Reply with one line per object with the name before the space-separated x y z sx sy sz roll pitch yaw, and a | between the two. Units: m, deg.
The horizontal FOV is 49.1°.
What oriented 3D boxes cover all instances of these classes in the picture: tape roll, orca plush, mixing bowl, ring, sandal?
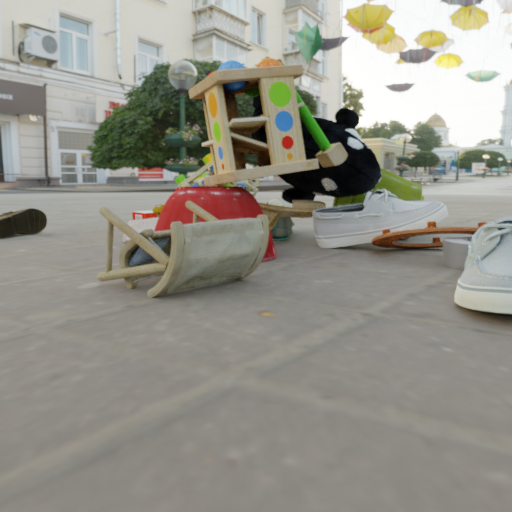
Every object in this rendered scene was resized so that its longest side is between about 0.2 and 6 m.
tape roll | 3.813 -0.040 9.305 1.370 0.452 1.370 0 9 0
orca plush | 0.816 -2.902 12.628 1.678 2.484 4.722 33 21 -45
mixing bowl | -0.821 -0.626 10.409 2.438 1.320 2.438 -1 9 0
ring | 3.327 -0.382 10.477 2.312 0.222 2.312 0 -7 0
sandal | 0.195 -0.707 12.355 2.669 0.878 0.979 -1 -8 10

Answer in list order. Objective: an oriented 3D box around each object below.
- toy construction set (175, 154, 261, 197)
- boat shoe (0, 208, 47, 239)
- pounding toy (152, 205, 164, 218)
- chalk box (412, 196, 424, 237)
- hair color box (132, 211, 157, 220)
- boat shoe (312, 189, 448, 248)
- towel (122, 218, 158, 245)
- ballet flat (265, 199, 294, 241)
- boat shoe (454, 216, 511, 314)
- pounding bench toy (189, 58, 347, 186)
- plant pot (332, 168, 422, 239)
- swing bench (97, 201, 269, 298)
toy construction set | -0.928 -1.612 12.533 1.566 1.100 2.388 -36 -12 22
boat shoe | -6.083 -0.843 14.030 0.648 0.686 1.907 4 9 19
pounding toy | -1.938 -0.852 13.242 1.544 0.928 2.000 0 9 1
chalk box | 3.805 -1.091 14.630 1.007 1.002 1.619 4 10 24
hair color box | -2.450 -0.997 15.596 1.764 0.540 0.895 -7 10 -34
boat shoe | 2.404 -0.854 11.290 2.701 0.925 0.972 -9 16 33
towel | -2.180 -0.557 12.111 1.367 0.236 0.906 -7 34 -3
ballet flat | 0.506 -0.986 14.167 0.968 0.915 2.872 -3 8 0
boat shoe | 2.973 0.024 6.813 1.010 1.031 2.895 3 9 20
pounding bench toy | 0.337 -2.532 10.384 2.629 2.051 1.633 -12 8 -23
plant pot | 2.799 -1.220 13.177 1.939 2.014 2.014 11 10 8
swing bench | -0.994 -0.094 7.689 1.693 1.099 1.684 14 15 40
